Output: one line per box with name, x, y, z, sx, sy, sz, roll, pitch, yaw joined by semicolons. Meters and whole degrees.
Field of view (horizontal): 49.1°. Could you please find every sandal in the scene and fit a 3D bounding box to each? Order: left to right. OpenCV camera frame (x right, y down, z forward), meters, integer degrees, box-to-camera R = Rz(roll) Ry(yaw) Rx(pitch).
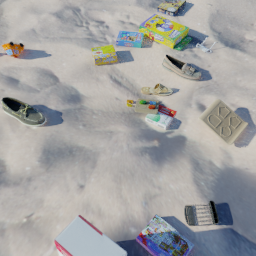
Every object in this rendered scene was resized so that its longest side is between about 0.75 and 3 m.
sandal;1.238;-1.672;11.747;1.376;0.453;0.504;1;51;1

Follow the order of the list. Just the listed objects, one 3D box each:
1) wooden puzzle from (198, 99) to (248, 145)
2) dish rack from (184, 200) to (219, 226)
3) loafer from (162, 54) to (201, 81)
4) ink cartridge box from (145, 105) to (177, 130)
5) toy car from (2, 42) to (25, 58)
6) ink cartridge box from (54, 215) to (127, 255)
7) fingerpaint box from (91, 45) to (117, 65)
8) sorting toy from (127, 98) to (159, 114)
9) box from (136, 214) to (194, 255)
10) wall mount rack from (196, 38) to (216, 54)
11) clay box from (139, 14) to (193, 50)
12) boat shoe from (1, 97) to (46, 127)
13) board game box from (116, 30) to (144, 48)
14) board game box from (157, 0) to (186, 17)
wooden puzzle;3.530;-0.208;10.484;1.526;0.353;1.414;42;60;12
dish rack;2.192;2.598;8.471;0.950;0.259;0.729;-2;51;-1
loafer;2.380;-2.695;12.468;1.910;0.600;0.687;27;56;20
ink cartridge box;1.319;-0.522;10.964;0.889;0.277;1.105;24;57;18
toy car;-5.987;-3.599;13.406;2.035;0.998;0.677;-6;94;16
ink cartridge box;-0.868;3.248;6.823;1.483;2.042;0.851;30;53;22
fingerpaint box;-1.125;-3.442;13.197;1.077;0.395;0.899;-13;52;-9
sorting toy;0.567;-0.927;11.188;1.310;0.175;0.976;7;35;6
box;1.037;3.247;7.938;1.366;0.267;0.935;35;59;25
wall mount rack;3.818;-4.045;13.721;0.779;0.334;0.896;-36;60;-25
clay box;1.952;-4.890;14.227;2.460;0.585;1.413;31;58;23
boat shoe;-4.073;-0.647;10.839;1.978;0.591;0.707;22;55;16
board game box;0.108;-4.473;14.090;1.263;0.284;0.961;9;52;7
board game box;2.529;-7.050;16.154;1.076;0.275;1.588;27;57;20
